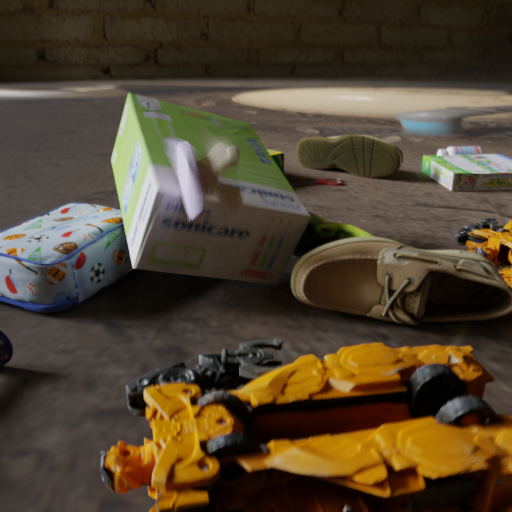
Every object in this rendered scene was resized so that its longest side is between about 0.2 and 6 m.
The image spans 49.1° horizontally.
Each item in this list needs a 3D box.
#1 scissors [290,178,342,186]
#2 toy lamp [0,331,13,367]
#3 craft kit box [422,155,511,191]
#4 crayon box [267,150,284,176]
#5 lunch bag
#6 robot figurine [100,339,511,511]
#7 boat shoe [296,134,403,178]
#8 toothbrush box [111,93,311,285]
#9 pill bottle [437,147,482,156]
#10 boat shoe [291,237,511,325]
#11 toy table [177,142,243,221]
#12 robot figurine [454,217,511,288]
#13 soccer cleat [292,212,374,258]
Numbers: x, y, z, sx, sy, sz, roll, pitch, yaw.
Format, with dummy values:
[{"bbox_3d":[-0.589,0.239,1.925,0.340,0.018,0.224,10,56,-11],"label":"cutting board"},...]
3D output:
[{"bbox_3d":[1.335,-1.671,12.860,1.365,0.095,0.499,-4,24,-6],"label":"scissors"},{"bbox_3d":[-2.799,1.215,4.820,0.525,0.525,1.804,4,22,10],"label":"toy lamp"},{"bbox_3d":[5.190,-1.976,13.134,2.008,0.493,2.033,2,21,-3],"label":"craft kit box"},{"bbox_3d":[-0.603,-2.205,13.399,2.249,0.655,1.336,18,28,38],"label":"crayon box"},{"bbox_3d":[-2.650,-0.076,7.710,1.808,0.853,2.257,8,23,25],"label":"lunch bag"},{"bbox_3d":[0.514,1.375,3.876,3.050,0.888,2.211,-4,22,-12],"label":"robot figurine"},{"bbox_3d":[2.371,-2.580,13.876,2.885,1.031,0.948,11,28,38],"label":"boat shoe"},{"bbox_3d":[-0.785,-0.989,7.855,2.035,1.203,2.795,7,33,-27],"label":"toothbrush box"},{"bbox_3d":[5.194,-2.512,14.341,1.024,0.557,0.557,0,21,0],"label":"pill bottle"},{"bbox_3d":[1.713,0.332,6.518,2.583,0.920,0.833,-1,21,-5],"label":"boat shoe"},{"bbox_3d":[-0.507,-0.831,6.039,0.550,0.940,0.864,-8,-17,-16],"label":"toy table"},{"bbox_3d":[3.987,-0.085,7.927,2.325,0.677,1.686,-9,23,-24],"label":"robot figurine"},{"bbox_3d":[1.201,-0.157,8.023,1.007,0.779,2.409,-4,21,-43],"label":"soccer cleat"}]
